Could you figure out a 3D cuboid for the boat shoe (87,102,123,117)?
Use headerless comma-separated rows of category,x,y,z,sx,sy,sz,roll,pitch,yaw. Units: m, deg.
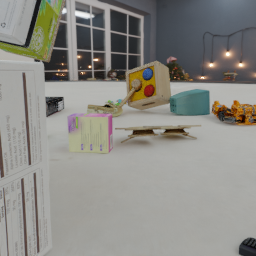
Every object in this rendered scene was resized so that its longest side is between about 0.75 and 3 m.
boat shoe,-0.809,-0.692,10.412,0.648,0.554,1.769,11,17,34

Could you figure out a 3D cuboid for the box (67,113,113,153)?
box,-0.807,0.103,6.092,0.899,0.791,0.435,1,12,9

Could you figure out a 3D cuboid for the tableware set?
tableware set,0.789,0.148,6.984,1.912,0.383,1.264,-1,-2,-35

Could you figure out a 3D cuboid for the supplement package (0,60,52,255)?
supplement package,-2.053,0.318,2.437,2.369,1.845,1.313,5,13,21

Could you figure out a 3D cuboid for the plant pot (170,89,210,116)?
plant pot,2.386,-0.986,11.082,1.348,0.953,0.952,-8,14,-17

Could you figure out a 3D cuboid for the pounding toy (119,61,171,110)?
pounding toy,0.560,-1.546,11.463,1.964,1.808,1.397,-12,-14,34

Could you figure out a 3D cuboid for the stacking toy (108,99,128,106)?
stacking toy,-0.206,-1.379,14.360,1.435,0.337,1.082,-7,13,-26

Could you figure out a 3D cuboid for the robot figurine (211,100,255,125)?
robot figurine,3.755,-0.557,9.671,1.560,0.626,2.152,-2,12,-3

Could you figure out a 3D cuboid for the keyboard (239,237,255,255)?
keyboard,1.434,1.221,2.475,0.878,0.090,0.558,8,14,37

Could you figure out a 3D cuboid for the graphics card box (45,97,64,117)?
graphics card box,-3.635,-0.893,11.342,1.486,0.602,2.369,0,13,4

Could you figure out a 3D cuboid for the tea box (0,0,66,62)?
tea box,-2.729,-3.067,7.019,1.427,2.136,2.101,15,1,6
